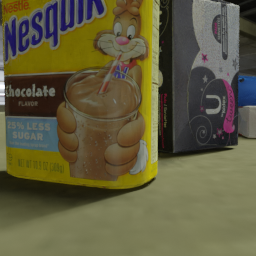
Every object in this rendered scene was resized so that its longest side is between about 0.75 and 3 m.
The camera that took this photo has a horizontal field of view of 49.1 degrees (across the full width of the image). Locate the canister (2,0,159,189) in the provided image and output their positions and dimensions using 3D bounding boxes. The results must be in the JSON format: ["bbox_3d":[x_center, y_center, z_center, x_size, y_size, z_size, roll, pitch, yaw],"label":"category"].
[{"bbox_3d":[-0.470,-0.635,2.786,1.658,2.233,0.966,2,4,22],"label":"canister"}]

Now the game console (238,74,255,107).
[{"bbox_3d":[2.469,-0.925,8.106,2.944,1.742,2.513,0,22,-21],"label":"game console"}]

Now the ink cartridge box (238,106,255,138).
[{"bbox_3d":[3.911,-0.177,6.704,2.261,0.763,1.317,1,4,9],"label":"ink cartridge box"}]

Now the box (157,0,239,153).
[{"bbox_3d":[0.918,-0.859,4.808,1.575,2.383,1.367,-3,5,-33],"label":"box"}]
